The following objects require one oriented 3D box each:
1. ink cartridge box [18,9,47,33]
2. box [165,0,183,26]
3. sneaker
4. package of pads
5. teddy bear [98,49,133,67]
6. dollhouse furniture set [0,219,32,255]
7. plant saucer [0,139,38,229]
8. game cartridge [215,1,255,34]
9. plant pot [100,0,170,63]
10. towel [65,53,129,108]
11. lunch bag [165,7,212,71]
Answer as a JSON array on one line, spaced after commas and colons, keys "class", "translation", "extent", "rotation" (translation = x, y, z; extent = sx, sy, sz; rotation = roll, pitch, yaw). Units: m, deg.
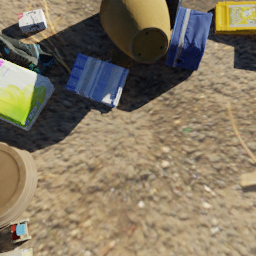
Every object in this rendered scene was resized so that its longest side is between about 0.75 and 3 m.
[{"class": "ink cartridge box", "translation": [-3.736, -4.176, 10.930], "extent": [0.958, 0.397, 0.703], "rotation": [-15, 68, -5]}, {"class": "box", "translation": [1.016, -5.165, 10.396], "extent": [2.088, 2.123, 1.247], "rotation": [18, 68, 7]}, {"class": "sneaker", "translation": [-3.795, -2.744, 10.227], "extent": [2.359, 0.864, 0.966], "rotation": [34, 55, 7]}, {"class": "package of pads", "translation": [-3.957, -1.209, 9.491], "extent": [2.428, 0.828, 1.876], "rotation": [23, 71, 8]}, {"class": "teddy bear", "translation": [-0.510, -2.363, 10.189], "extent": [1.329, 0.444, 0.963], "rotation": [-37, 75, -9]}, {"class": "dollhouse furniture set", "translation": [-3.207, 3.204, 7.651], "extent": [0.871, 0.876, 1.243], "rotation": [-13, 69, -5]}, {"class": "plant saucer", "translation": [-4.256, 1.644, 8.552], "extent": [2.885, 0.425, 2.885], "rotation": [0, 67, 1]}, {"class": "game cartridge", "translation": [4.302, -4.334, 10.973], "extent": [1.709, 0.277, 1.506], "rotation": [3, 68, 8]}, {"class": "plant pot", "translation": [0.409, -3.229, 9.040], "extent": [2.356, 2.356, 2.528], "rotation": [-11, 46, -5]}, {"class": "towel", "translation": [-1.077, -1.679, 9.764], "extent": [1.987, 0.237, 1.459], "rotation": [20, 87, 6]}, {"class": "lunch bag", "translation": [2.014, -3.078, 9.926], "extent": [1.389, 1.426, 2.099], "rotation": [14, 70, 6]}]
